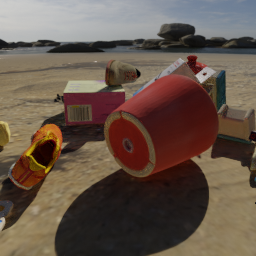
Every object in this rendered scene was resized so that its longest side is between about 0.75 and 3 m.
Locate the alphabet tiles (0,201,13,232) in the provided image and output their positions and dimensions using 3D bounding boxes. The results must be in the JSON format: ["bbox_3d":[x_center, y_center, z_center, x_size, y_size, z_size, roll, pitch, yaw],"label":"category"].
[{"bbox_3d":[-3.208,1.690,4.543,2.303,0.172,2.355,-2,19,-4],"label":"alphabet tiles"}]

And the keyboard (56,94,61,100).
[{"bbox_3d":[-3.088,-1.570,14.134,1.125,0.182,1.770,1,17,-17],"label":"keyboard"}]

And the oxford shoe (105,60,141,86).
[{"bbox_3d":[-0.157,-2.156,10.958,1.006,0.947,2.689,11,21,13],"label":"oxford shoe"}]

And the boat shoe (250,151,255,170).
[{"bbox_3d":[3.391,0.765,6.826,1.333,0.481,0.433,-9,21,-44],"label":"boat shoe"}]

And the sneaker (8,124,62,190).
[{"bbox_3d":[-1.877,0.504,6.569,0.939,0.889,2.435,-40,20,16],"label":"sneaker"}]

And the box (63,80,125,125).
[{"bbox_3d":[-1.318,-1.095,11.109,2.202,1.210,2.504,-2,20,-7],"label":"box"}]

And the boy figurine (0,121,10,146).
[{"bbox_3d":[-4.412,0.034,8.579,2.306,0.743,1.434,14,20,41],"label":"boy figurine"}]

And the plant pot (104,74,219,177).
[{"bbox_3d":[0.668,0.027,6.708,1.986,2.245,2.245,-28,32,-37],"label":"plant pot"}]

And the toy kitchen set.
[{"bbox_3d":[3.487,-0.588,9.795,2.344,1.724,2.926,14,43,34],"label":"toy kitchen set"}]

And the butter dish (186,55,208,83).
[{"bbox_3d":[3.593,-3.133,15.929,2.653,1.967,2.661,7,20,16],"label":"butter dish"}]

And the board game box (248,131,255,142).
[{"bbox_3d":[4.290,0.574,7.002,1.262,0.340,2.102,9,14,-36],"label":"board game box"}]

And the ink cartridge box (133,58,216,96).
[{"bbox_3d":[1.599,-1.624,10.471,2.993,1.015,1.736,-36,13,14],"label":"ink cartridge box"}]
